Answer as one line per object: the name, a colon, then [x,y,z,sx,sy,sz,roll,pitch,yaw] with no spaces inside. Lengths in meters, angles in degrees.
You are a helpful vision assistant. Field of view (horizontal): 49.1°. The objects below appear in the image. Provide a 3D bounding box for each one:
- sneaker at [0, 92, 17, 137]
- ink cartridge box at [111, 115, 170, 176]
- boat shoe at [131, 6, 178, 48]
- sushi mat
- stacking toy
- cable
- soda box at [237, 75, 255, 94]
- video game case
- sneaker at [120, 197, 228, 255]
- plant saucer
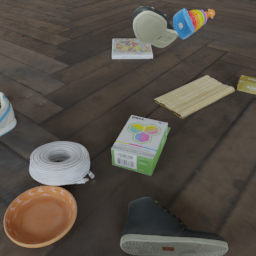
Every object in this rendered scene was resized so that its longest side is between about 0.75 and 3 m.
sneaker: [-4.312,0.054,7.596,1.083,1.143,2.830,15,41,16]
ink cartridge box: [0.446,0.250,7.755,1.103,0.630,2.124,13,40,16]
boat shoe: [0.701,-3.115,8.395,0.965,0.908,2.687,-30,-7,24]
sushi mat: [2.423,-1.199,9.998,2.876,0.174,1.376,-26,44,-29]
stacking toy: [2.587,-4.074,10.431,1.653,0.959,0.907,-28,7,-19]
cable: [-1.676,0.839,6.905,1.468,0.508,1.468,-8,29,-21]
soda box: [4.717,-1.497,10.156,1.366,0.437,0.463,17,40,21]
video game case: [0.173,-3.785,13.266,1.846,0.232,2.028,-1,38,-1]
sneaker: [0.891,1.905,5.512,1.996,0.746,1.060,3,40,6]
plant saucer: [-1.827,1.870,5.956,1.491,0.279,1.491,1,37,-1]
